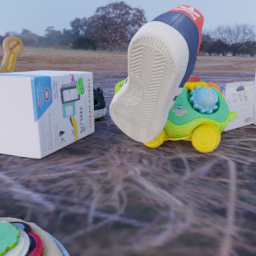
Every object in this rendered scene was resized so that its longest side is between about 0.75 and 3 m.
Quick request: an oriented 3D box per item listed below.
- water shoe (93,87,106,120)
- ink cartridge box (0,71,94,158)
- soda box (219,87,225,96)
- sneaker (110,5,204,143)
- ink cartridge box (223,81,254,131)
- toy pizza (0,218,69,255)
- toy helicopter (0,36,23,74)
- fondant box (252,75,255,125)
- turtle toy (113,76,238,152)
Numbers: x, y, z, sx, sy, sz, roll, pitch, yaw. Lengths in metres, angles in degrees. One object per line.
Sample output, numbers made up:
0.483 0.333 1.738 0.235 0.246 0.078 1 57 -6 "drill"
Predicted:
-1.997 -0.952 9.349 2.900 1.144 1.037 6 15 23 "water shoe"
-1.985 -0.466 6.433 1.592 1.600 2.180 5 15 21 "ink cartridge box"
3.051 -1.440 12.073 0.723 0.778 2.276 -12 19 -41 "soda box"
0.523 -0.791 4.932 1.116 2.978 1.258 37 62 5 "sneaker"
3.005 -0.646 7.840 1.465 1.271 0.319 -11 13 -37 "ink cartridge box"
-1.661 1.259 1.961 2.593 0.411 2.593 0 14 0 "toy pizza"
-4.245 -1.779 9.420 1.798 2.719 1.073 12 5 -35 "toy helicopter"
4.120 -0.764 7.020 0.771 1.910 2.647 -1 14 -4 "fondant box"
1.050 -0.498 6.741 2.999 1.516 2.186 5 15 19 "turtle toy"
